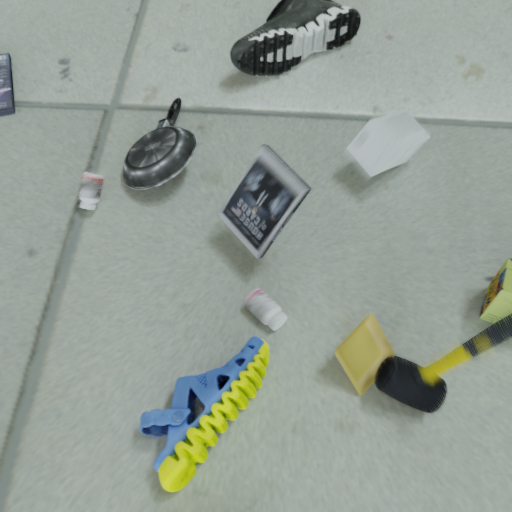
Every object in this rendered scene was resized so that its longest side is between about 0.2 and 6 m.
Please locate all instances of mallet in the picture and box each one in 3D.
[{"bbox_3d":[3.110,1.479,8.087,1.060,3.218,0.662,32,48,-15],"label":"mallet"}]

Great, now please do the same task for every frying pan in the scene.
[{"bbox_3d":[-1.814,-2.547,11.853,1.757,0.473,2.904,8,58,34],"label":"frying pan"}]

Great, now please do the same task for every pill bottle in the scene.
[{"bbox_3d":[0.175,0.961,9.986,0.417,0.417,0.735,-38,66,-21],"label":"pill bottle"},{"bbox_3d":[-3.306,-1.289,11.190,0.391,0.391,0.707,14,96,9],"label":"pill bottle"}]

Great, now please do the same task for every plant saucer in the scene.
[{"bbox_3d":[1.778,1.634,9.409,1.001,1.001,0.243,-42,24,-23],"label":"plant saucer"}]

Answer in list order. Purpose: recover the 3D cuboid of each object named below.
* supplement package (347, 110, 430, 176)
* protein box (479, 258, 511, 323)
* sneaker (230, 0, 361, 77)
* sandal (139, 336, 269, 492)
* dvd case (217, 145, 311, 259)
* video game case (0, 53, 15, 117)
[{"bbox_3d":[2.717,-2.323,11.461,1.466,0.834,0.803,-25,73,-43],"label":"supplement package"},{"bbox_3d":[4.642,0.747,9.732,1.063,1.071,0.723,20,60,12],"label":"protein box"},{"bbox_3d":[0.718,-5.451,13.633,3.566,1.185,1.613,-28,59,-20],"label":"sneaker"},{"bbox_3d":[-0.825,2.246,8.848,1.184,1.081,2.719,33,62,23],"label":"sandal"},{"bbox_3d":[0.105,-0.948,9.949,1.231,1.638,0.203,48,30,22],"label":"dvd case"},{"bbox_3d":[-6.501,-3.969,13.229,1.454,0.193,2.036,-14,60,-8],"label":"video game case"}]
